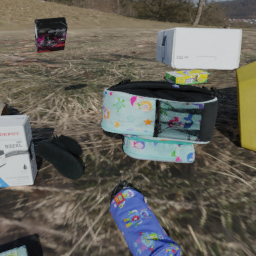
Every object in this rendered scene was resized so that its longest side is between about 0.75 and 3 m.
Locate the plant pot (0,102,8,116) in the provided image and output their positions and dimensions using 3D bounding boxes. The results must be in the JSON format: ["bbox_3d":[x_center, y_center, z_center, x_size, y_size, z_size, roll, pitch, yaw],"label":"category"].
[{"bbox_3d":[-4.718,-0.517,9.246,1.194,1.376,1.376,14,22,-10],"label":"plant pot"}]

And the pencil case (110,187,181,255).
[{"bbox_3d":[0.258,1.726,4.773,0.727,0.653,1.674,-28,32,-11],"label":"pencil case"}]

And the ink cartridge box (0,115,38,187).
[{"bbox_3d":[-2.762,0.538,6.369,1.104,1.522,0.637,-3,24,-7],"label":"ink cartridge box"}]

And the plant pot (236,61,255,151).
[{"bbox_3d":[4.469,-0.704,8.008,2.501,2.836,2.835,-4,22,21],"label":"plant pot"}]

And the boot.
[{"bbox_3d":[-1.549,0.691,7.202,1.443,0.534,1.183,32,12,11],"label":"boot"}]

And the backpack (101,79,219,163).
[{"bbox_3d":[0.673,-0.301,7.400,2.766,2.082,2.455,10,12,0],"label":"backpack"}]

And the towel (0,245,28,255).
[{"bbox_3d":[-1.945,2.402,3.600,1.466,0.412,1.713,-10,26,-23],"label":"towel"}]

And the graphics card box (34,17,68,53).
[{"bbox_3d":[-2.179,-2.588,7.888,0.827,0.335,1.318,-12,-10,-20],"label":"graphics card box"}]

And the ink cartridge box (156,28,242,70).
[{"bbox_3d":[1.886,-2.299,8.066,1.759,1.032,2.402,0,16,-4],"label":"ink cartridge box"}]

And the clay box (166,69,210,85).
[{"bbox_3d":[3.195,-2.684,14.766,2.104,0.501,1.209,-8,25,-17],"label":"clay box"}]
